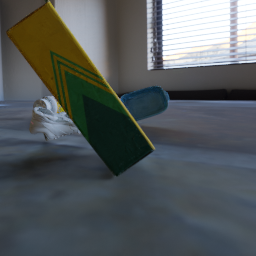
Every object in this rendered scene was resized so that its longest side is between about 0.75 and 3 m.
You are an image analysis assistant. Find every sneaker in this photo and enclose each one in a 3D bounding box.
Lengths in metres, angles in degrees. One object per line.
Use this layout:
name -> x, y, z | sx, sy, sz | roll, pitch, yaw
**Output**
sneaker -> -1.419, -0.006, 5.639 | 1.242, 0.617, 0.484 | 16, 20, -39

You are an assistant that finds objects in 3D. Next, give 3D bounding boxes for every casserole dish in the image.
casserole dish -> 0.509, -0.746, 9.065 | 1.668, 1.010, 0.324 | -17, -20, -1

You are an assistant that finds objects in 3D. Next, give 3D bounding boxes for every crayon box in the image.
crayon box -> -0.638, -0.601, 3.655 | 0.595, 2.307, 1.451 | -35, 9, 0

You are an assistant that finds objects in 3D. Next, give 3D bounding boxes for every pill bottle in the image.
pill bottle -> -2.991, -0.829, 11.072 | 0.865, 0.865, 1.533 | 3, 7, 20
